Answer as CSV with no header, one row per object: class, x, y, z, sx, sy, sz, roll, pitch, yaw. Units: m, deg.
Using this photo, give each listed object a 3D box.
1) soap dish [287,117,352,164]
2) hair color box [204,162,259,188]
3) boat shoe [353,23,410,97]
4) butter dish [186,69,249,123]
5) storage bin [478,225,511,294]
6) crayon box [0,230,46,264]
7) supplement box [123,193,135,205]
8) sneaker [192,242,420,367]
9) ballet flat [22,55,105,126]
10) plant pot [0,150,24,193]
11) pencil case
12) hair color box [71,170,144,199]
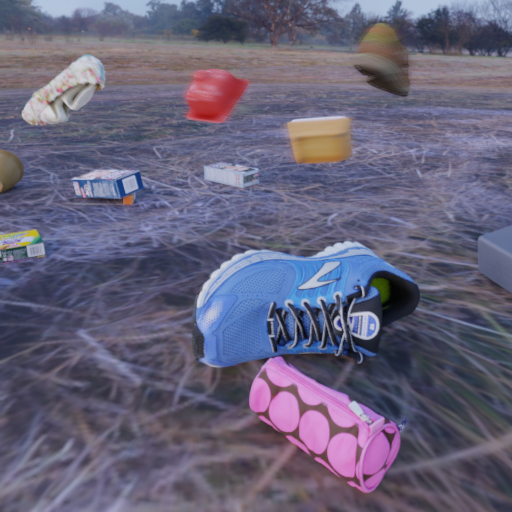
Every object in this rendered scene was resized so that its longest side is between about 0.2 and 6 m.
soap dish,0.816,-1.459,7.159,0.768,0.604,0.312,-1,54,14
hair color box,-0.718,-2.343,16.114,1.487,0.451,0.736,17,27,35
boat shoe,2.649,-3.791,11.028,0.905,0.855,2.515,22,10,18
butter dish,-0.797,-2.861,9.594,0.986,0.731,0.989,19,70,40
storage bin,4.634,0.002,9.384,1.197,1.297,1.783,-15,24,-8
crayon box,-4.726,-0.176,10.870,1.055,0.308,0.910,-12,25,-28
supplement box,-3.237,-1.502,14.309,0.231,0.239,0.694,-1,18,-6
sneaker,0.791,0.648,7.368,3.580,1.406,1.596,-15,23,-34
ballet flat,-3.591,-2.909,10.411,2.064,0.660,0.781,-31,-14,27
plant pot,-6.926,-2.140,14.994,1.070,1.070,1.148,-2,31,-5
pencil case,0.641,1.611,5.713,1.678,0.786,0.761,19,49,44
hair color box,-3.831,-1.852,14.399,1.737,0.526,0.868,5,25,35
